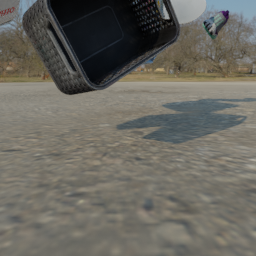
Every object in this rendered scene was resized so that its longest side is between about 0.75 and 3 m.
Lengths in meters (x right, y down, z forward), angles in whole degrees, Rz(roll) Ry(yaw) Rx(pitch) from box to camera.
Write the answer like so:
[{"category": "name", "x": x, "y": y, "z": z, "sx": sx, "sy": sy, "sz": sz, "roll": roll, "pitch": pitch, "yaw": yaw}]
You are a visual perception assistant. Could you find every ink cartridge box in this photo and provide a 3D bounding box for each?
[{"category": "ink cartridge box", "x": -2.164, "y": -2.436, "z": 4.063, "sx": 0.833, "sy": 1.965, "sz": 1.431, "roll": 36, "pitch": 40, "yaw": -2}]

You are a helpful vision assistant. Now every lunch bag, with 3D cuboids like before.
[{"category": "lunch bag", "x": -0.346, "y": -3.100, "z": 7.990, "sx": 2.448, "sy": 1.835, "sz": 2.887, "roll": 31, "pitch": -14, "yaw": 17}]

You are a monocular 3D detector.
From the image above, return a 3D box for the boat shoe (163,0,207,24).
[{"category": "boat shoe", "x": 1.499, "y": -4.006, "z": 9.944, "sx": 2.694, "sy": 0.942, "sz": 0.892, "roll": -12, "pitch": 19, "yaw": 33}]

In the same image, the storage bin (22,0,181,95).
[{"category": "storage bin", "x": -0.340, "y": -1.627, "z": 4.507, "sx": 2.161, "sy": 1.461, "sz": 1.013, "roll": -38, "pitch": 23, "yaw": -29}]

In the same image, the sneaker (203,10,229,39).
[{"category": "sneaker", "x": 3.398, "y": -3.924, "z": 10.568, "sx": 0.924, "sy": 0.786, "sz": 2.111, "roll": -34, "pitch": 6, "yaw": 20}]
